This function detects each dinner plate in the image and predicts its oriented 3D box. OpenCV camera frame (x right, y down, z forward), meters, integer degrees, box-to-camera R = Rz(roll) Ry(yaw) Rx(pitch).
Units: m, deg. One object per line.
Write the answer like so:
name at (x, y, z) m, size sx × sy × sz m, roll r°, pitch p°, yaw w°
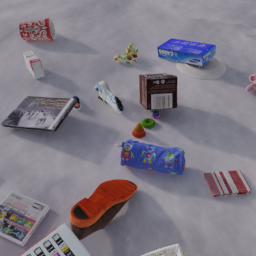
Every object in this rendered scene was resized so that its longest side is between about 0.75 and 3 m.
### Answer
dinner plate at (3.747, -3.309, 14.389) m, size 2.573 × 0.312 × 2.573 m, roll -1°, pitch 44°, yaw 1°

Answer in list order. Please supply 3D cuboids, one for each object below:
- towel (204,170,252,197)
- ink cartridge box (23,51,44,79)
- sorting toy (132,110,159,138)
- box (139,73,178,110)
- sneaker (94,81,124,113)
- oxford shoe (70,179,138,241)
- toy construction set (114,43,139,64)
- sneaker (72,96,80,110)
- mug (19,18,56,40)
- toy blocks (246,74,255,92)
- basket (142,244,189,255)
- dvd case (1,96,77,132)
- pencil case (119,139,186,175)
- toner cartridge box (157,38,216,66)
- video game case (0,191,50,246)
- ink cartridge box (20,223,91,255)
towel at (3.215, 1.778, 9.090) m, size 1.278 × 0.145 × 0.921 m, roll -4°, pitch 41°, yaw -6°
ink cartridge box at (-4.623, -3.115, 13.720) m, size 0.507 × 0.882 × 1.215 m, roll -24°, pitch 48°, yaw -23°
sorting toy at (0.747, -0.288, 10.973) m, size 0.565 × 0.561 × 1.629 m, roll 27°, pitch 50°, yaw 26°
box at (1.189, -1.504, 11.338) m, size 1.274 × 1.261 × 1.535 m, roll -5°, pitch 16°, yaw -7°
sneaker at (-0.823, -1.258, 12.027) m, size 0.704 × 0.698 × 1.941 m, roll -41°, pitch 56°, yaw 6°
oxford shoe at (-0.678, 2.268, 8.114) m, size 0.913 × 0.931 × 2.566 m, roll 27°, pitch 31°, yaw 32°
toy construction set at (-0.026, -3.851, 14.675) m, size 1.430 × 0.659 × 0.938 m, roll -36°, pitch 78°, yaw -23°
sneaker at (-2.221, -1.191, 12.048) m, size 0.346 × 0.390 × 0.922 m, roll -12°, pitch 44°, yaw -12°
mug at (-5.267, -5.663, 16.502) m, size 1.798 × 1.596 × 1.199 m, roll -5°, pitch 80°, yaw 0°
toy blocks at (5.956, -2.004, 11.984) m, size 1.388 × 1.649 × 1.541 m, roll -27°, pitch 49°, yaw -33°
basket at (0.977, 3.417, 6.498) m, size 1.045 × 0.848 × 1.055 m, roll -26°, pitch 51°, yaw 14°
dvd case at (-3.484, -0.612, 11.043) m, size 2.486 × 0.199 × 1.849 m, roll 6°, pitch 44°, yaw 21°
pencil case at (0.817, 0.953, 9.385) m, size 2.232 × 0.871 × 0.969 m, roll 9°, pitch 75°, yaw 8°
toner cartridge box at (2.976, -3.959, 14.443) m, size 2.727 × 0.589 × 1.296 m, roll 25°, pitch 52°, yaw 39°
video game case at (-3.246, 2.594, 8.205) m, size 1.408 × 0.162 × 1.283 m, roll 17°, pitch 46°, yaw 16°
ink cartridge box at (-2.203, 3.740, 6.180) m, size 2.998 × 1.257 × 2.632 m, roll -33°, pitch 52°, yaw -29°
